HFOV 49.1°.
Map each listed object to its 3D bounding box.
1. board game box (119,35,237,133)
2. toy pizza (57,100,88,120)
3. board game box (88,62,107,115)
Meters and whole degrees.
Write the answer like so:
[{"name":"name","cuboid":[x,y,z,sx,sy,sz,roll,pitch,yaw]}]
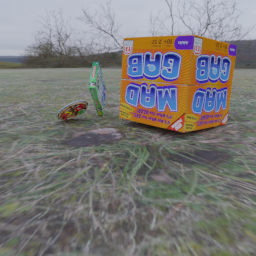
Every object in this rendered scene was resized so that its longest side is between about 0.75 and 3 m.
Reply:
[{"name":"board game box","cuboid":[1.571,-1.470,9.023,2.575,2.576,2.577,14,16,43]},{"name":"toy pizza","cuboid":[-1.867,-0.561,9.618,1.151,0.182,1.151,-28,-14,-8]},{"name":"board game box","cuboid":[-1.085,-1.412,10.285,0.248,1.145,1.702,2,-30,7]}]
